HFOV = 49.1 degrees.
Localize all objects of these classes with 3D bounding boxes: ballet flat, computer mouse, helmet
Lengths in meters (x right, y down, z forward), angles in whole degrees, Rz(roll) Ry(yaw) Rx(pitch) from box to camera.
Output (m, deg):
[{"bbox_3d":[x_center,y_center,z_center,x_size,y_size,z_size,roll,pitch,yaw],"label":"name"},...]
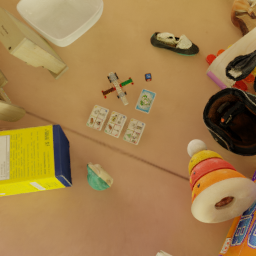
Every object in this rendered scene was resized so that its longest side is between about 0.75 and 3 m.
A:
[{"bbox_3d":[1.366,-2.453,8.088,1.474,0.504,0.501,11,68,4],"label":"ballet flat"},{"bbox_3d":[3.807,-0.828,6.875,1.921,0.731,2.774,-31,92,-16],"label":"computer mouse"},{"bbox_3d":[2.671,-0.108,6.637,1.481,1.554,1.554,32,67,-29],"label":"helmet"}]

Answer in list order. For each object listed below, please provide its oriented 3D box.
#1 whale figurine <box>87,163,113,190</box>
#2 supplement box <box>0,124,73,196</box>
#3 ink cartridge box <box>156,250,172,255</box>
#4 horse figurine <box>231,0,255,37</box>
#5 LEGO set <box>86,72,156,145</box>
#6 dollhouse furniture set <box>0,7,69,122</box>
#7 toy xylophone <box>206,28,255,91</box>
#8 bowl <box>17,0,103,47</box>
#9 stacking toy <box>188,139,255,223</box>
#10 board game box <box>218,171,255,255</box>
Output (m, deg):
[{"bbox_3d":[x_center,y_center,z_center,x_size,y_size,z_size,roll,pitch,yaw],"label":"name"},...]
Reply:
[{"bbox_3d":[-0.728,1.134,6.427,0.780,0.981,0.509,42,84,19],"label":"whale figurine"},{"bbox_3d":[-2.516,0.805,6.424,2.227,1.220,1.212,-7,68,-4],"label":"supplement box"},{"bbox_3d":[1.404,3.797,5.317,2.526,1.105,1.835,24,71,10],"label":"ink cartridge box"},{"bbox_3d":[3.858,-3.813,8.533,1.533,0.577,2.313,35,78,27],"label":"horse figurine"},{"bbox_3d":[-0.072,-0.677,7.551,1.460,0.480,1.954,20,81,7],"label":"LEGO set"},{"bbox_3d":[-3.328,-1.317,7.346,2.839,1.886,2.488,-42,73,8],"label":"dollhouse furniture set"},{"bbox_3d":[3.397,-1.835,7.800,2.326,0.584,1.703,-30,71,-11],"label":"toy xylophone"},{"bbox_3d":[-1.927,-3.391,8.325,2.029,0.757,2.026,39,74,15],"label":"bowl"},{"bbox_3d":[1.765,0.982,6.160,1.363,1.363,1.866,-12,41,-5],"label":"stacking toy"},{"bbox_3d":[3.643,2.040,5.289,2.417,2.418,2.419,29,71,10],"label":"board game box"}]
